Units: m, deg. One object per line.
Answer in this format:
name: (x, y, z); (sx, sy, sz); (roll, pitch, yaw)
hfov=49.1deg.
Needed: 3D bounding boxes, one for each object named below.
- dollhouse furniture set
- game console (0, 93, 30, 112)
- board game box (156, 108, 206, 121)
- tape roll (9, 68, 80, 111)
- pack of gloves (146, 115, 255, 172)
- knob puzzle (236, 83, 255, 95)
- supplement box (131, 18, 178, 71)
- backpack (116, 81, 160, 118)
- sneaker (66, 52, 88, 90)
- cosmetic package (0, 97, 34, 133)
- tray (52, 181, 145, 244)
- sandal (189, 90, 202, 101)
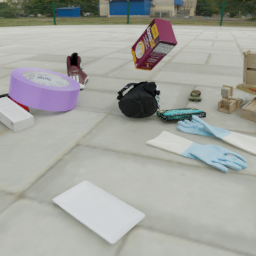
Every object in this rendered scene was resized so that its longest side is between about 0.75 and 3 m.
dollhouse furniture set: (4.406, -1.843, 9.188); (1.442, 2.952, 2.518); (-31, 36, -35)
game console: (-4.695, -0.653, 10.171); (1.646, 0.977, 1.418); (-22, 2, -40)
board game box: (1.790, -0.482, 9.549); (1.422, 0.200, 0.962); (-6, 15, -13)
tape roll: (-3.071, -1.477, 10.416); (2.473, 0.811, 2.473); (14, 22, -6)
pack of gloves: (2.246, 0.230, 7.829); (2.695, 0.532, 2.264); (19, 30, 36)
knob puzzle: (4.935, -1.422, 10.343); (2.148, 0.298, 2.148); (17, 5, -2)
supplement box: (0.655, -2.185, 7.483); (0.555, 0.715, 1.296); (-1, -22, -30)
backpack: (0.485, -0.992, 9.717); (1.454, 1.103, 1.742); (1, 24, 14)
sneaker: (-2.406, -2.853, 13.253); (1.012, 1.545, 2.674); (-4, 25, -8)
cosmetic package: (-3.838, -0.460, 9.146); (1.662, 0.421, 0.686); (31, 39, 31)
tray: (-0.586, 1.568, 5.330); (1.679, 0.186, 0.901); (20, 33, 37)
sandal: (2.785, -1.416, 11.549); (0.521, 0.374, 1.312); (5, 25, 10)
